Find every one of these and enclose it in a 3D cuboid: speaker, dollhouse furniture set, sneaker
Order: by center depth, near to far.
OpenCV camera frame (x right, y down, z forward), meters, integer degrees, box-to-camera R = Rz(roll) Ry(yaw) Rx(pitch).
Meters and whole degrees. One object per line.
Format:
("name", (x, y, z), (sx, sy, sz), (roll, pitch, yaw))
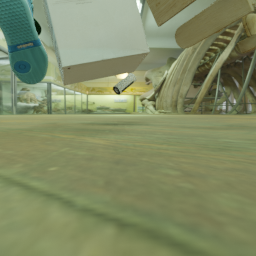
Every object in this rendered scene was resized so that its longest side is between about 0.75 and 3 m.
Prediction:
("dollhouse furniture set", (2.227, -2.817, 6.741), (2.464, 2.343, 2.007), (-26, 3, -43))
("sneaker", (-2.937, -2.709, 7.870), (1.074, 2.700, 1.763), (-10, 46, -12))
("speaker", (-0.132, -1.852, 11.692), (1.061, 0.431, 0.431), (-43, 26, -27))

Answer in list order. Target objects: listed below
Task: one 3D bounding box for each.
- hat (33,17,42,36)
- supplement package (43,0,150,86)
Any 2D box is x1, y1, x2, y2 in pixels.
("hat", (-3.935, -3.038, 9.853), (1.839, 1.619, 1.523), (9, -18, 0))
("supplement package", (-1.127, -3.193, 9.071), (2.693, 2.817, 2.071), (-13, -4, -14))
